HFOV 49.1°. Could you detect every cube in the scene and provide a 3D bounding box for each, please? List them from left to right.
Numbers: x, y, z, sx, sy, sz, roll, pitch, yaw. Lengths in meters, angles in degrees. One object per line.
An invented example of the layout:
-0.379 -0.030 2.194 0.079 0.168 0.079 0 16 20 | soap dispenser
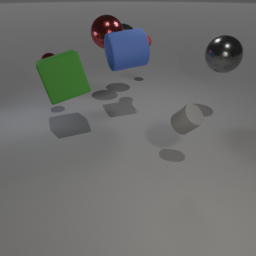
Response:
-2.270 -1.817 9.786 1.400 1.400 1.400 -22 23 -10 | cube

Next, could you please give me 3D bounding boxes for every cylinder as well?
-0.062 -2.983 10.693 1.400 1.400 1.400 -14 30 -12 | cylinder
1.742 -0.250 8.256 0.700 0.700 0.700 16 57 -27 | cylinder

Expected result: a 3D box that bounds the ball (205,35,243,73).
3.664 -2.817 10.727 1.400 1.400 1.400 0 28 0 | ball

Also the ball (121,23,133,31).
-0.263 -4.325 13.582 1.400 1.400 1.400 0 28 0 | ball

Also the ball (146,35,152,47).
0.940 -4.723 15.327 0.700 0.700 0.700 0 28 0 | ball

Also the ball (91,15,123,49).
-0.896 -4.101 11.990 1.400 1.400 1.400 0 28 0 | ball

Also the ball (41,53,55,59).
-3.103 -2.624 11.111 0.700 0.700 0.700 0 28 0 | ball
